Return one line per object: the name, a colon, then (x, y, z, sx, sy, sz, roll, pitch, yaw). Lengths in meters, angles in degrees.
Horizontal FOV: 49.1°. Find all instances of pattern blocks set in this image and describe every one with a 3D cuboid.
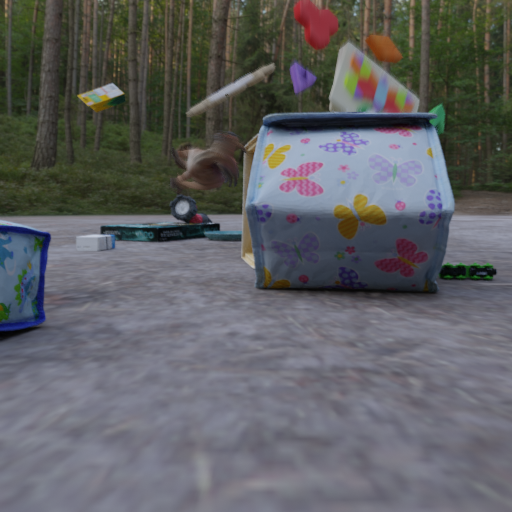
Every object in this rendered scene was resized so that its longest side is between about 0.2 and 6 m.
pattern blocks set: (2.099, -2.763, 9.878, 3.485, 3.064, 0.282, 16, -24, -28)

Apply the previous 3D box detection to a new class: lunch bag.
lunch bag: (1.168, -1.005, 7.386, 2.368, 1.775, 2.792, 2, 42, 9)
lunch bag: (-2.672, 0.159, 4.329, 1.424, 1.067, 1.675, 1, -4, 13)

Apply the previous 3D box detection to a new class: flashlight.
flashlight: (-2.099, -1.348, 18.882, 0.852, 0.855, 2.517, 43, 2, 17)

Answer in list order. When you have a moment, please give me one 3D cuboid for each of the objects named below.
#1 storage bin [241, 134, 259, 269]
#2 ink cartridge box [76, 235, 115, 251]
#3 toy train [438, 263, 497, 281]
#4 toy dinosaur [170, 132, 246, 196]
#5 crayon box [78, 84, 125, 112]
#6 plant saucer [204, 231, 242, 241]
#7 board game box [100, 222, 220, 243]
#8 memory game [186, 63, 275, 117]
storage bin: (0.359, -0.920, 9.879, 1.016, 2.169, 2.153, 2, 5, -7)
ink cartridge box: (-3.715, -0.303, 12.983, 0.580, 0.340, 0.793, 1, 4, 13)
toy train: (2.792, 0.226, 8.025, 1.209, 0.252, 0.341, 1, -5, 9)
toy dinosaur: (-0.602, -1.103, 7.258, 0.935, 0.592, 1.380, -2, -5, -2)
crayon box: (-3.517, -3.577, 12.747, 0.900, 0.232, 0.566, -29, 54, -26)
plant saucer: (-0.657, -0.583, 16.459, 1.749, 0.240, 1.749, 1, 5, 0)
board game box: (-2.851, -0.756, 17.140, 2.157, 0.449, 3.189, 3, 6, 29)
memory game: (-0.565, -3.709, 12.589, 2.300, 0.146, 2.300, -27, 19, 10)
